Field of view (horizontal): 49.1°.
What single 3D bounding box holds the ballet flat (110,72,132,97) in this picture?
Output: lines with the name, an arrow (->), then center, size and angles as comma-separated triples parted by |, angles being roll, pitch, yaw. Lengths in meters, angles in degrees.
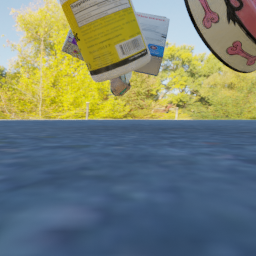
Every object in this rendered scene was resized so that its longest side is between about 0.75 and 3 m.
ballet flat -> -0.252, -2.726, 12.034 | 0.991, 2.912, 0.979 | 14, -30, -41

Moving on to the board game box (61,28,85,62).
board game box -> -1.174, -2.488, 8.580 | 1.443, 0.743, 0.757 | 22, -17, -21

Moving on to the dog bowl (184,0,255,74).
dog bowl -> 2.608, -2.795, 6.153 | 2.990, 2.990, 1.102 | -2, -14, -36

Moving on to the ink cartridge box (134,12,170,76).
ink cartridge box -> 0.446, -2.657, 8.660 | 1.413, 1.936, 0.816 | 12, -36, 3

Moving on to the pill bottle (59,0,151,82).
pill bottle -> -0.645, -2.717, 6.691 | 1.620, 2.912, 1.620 | -19, 18, 6
